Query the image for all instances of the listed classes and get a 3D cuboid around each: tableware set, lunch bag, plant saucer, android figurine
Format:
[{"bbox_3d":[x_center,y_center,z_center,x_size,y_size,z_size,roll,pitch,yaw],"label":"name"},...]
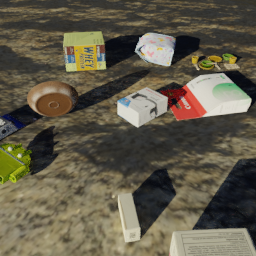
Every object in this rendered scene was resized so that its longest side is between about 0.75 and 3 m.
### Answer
[{"bbox_3d":[4.260,-3.340,13.760,2.220,0.341,1.495,-3,37,-4],"label":"tableware set"},{"bbox_3d":[1.360,-3.937,13.910,1.819,1.156,1.542,14,40,2],"label":"lunch bag"},{"bbox_3d":[-2.507,-0.874,9.469,1.698,1.698,0.311,-8,55,-10],"label":"plant saucer"},{"bbox_3d":[-3.419,0.927,7.755,1.494,0.337,1.642,31,35,15],"label":"android figurine"}]

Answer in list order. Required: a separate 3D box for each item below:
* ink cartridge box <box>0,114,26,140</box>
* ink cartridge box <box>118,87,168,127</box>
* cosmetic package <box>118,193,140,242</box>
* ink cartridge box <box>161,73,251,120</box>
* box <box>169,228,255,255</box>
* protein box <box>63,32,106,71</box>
[{"bbox_3d":[-4.707,0.106,9.065,1.229,0.485,2.472,23,42,29],"label":"ink cartridge box"},{"bbox_3d":[0.532,-0.791,10.104,1.505,0.630,1.092,-29,45,-33],"label":"ink cartridge box"},{"bbox_3d":[0.018,2.042,6.447,0.355,0.502,0.970,-7,36,-8],"label":"cosmetic package"},{"bbox_3d":[2.881,-1.289,10.792,2.739,0.686,2.204,-5,37,-10],"label":"ink cartridge box"},{"bbox_3d":[1.563,2.966,4.603,1.429,1.218,2.235,-1,37,-2],"label":"box"},{"bbox_3d":[-2.076,-3.712,13.484,1.842,1.242,1.828,-5,37,-7],"label":"protein box"}]
